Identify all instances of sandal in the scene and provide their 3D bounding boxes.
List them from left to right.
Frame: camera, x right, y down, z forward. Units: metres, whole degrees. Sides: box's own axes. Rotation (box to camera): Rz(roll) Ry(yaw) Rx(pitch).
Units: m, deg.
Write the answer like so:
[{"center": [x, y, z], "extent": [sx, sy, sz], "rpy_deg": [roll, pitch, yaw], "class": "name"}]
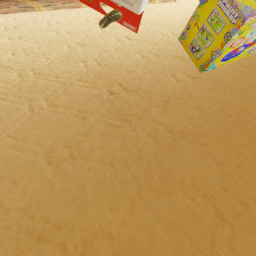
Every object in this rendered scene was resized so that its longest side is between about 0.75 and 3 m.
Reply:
[{"center": [-0.543, -3.187, 8.199], "extent": [0.858, 0.345, 0.232], "rpy_deg": [-40, 25, -18], "class": "sandal"}]

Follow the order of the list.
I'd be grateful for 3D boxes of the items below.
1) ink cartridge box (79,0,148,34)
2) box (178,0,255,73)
[{"center": [-0.609, -4.351, 8.907], "extent": [2.576, 2.236, 0.561], "rpy_deg": [31, 56, 6], "class": "ink cartridge box"}, {"center": [1.638, -1.609, 4.232], "extent": [1.240, 1.194, 0.756], "rpy_deg": [-22, 74, -22], "class": "box"}]
